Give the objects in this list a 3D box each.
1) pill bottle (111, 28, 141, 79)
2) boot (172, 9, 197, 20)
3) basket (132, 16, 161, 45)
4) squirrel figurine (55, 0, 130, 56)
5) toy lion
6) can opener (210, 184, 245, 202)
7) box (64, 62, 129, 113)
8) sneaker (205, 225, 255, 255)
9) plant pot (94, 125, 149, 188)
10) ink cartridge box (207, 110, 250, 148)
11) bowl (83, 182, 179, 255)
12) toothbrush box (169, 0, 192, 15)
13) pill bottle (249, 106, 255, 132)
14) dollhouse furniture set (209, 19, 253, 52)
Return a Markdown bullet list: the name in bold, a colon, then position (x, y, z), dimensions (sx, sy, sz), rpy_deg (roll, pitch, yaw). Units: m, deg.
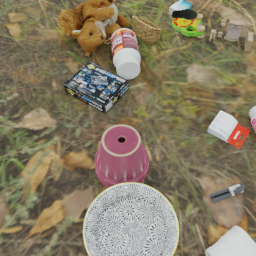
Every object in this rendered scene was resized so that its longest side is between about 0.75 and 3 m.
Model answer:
- **pill bottle**: position (-0.090, -3.164, 11.960), dimensions (1.167, 1.167, 2.129), rpy_deg (-5, 54, -4)
- **boot**: position (2.303, -4.443, 10.914), dimensions (1.088, 0.377, 0.947), rpy_deg (18, 28, 27)
- **basket**: position (0.933, -4.783, 13.269), dimensions (0.951, 0.992, 1.332), rpy_deg (-35, 60, -23)
- **squirrel figurine**: position (-1.770, -4.646, 12.876), dimensions (2.933, 2.076, 2.737), rpy_deg (9, 63, 24)
- **toy lion**: position (2.951, -5.073, 13.848), dimensions (1.507, 0.540, 1.573), rpy_deg (-2, 53, 7)
- **can opener**: position (3.089, 1.972, 8.643), dimensions (1.091, 0.365, 0.291), rpy_deg (-16, 55, -11)
- **box**: position (-1.261, -1.684, 11.279), dimensions (2.090, 0.481, 1.661), rpy_deg (28, 58, 19)
- **sneaker**: position (3.065, 3.864, 6.981), dimensions (1.437, 0.916, 2.487), rpy_deg (-28, 49, -17)
- **plant pot**: position (-0.205, 0.816, 8.735), dimensions (1.795, 1.607, 1.795), rpy_deg (0, 54, 0)
- **ink cartridge box**: position (3.673, 0.024, 10.140), dimensions (1.261, 0.360, 1.025), rpy_deg (28, 58, 24)
- **bowl**: position (0.079, 2.802, 7.516), dimensions (2.422, 1.137, 2.422), rpy_deg (-1, 55, 1)
- **toothbrush box**: position (2.761, -6.252, 14.699), dimensions (0.748, 0.436, 1.021), rpy_deg (35, 61, 23)
- **pill bottle**: position (4.877, -0.069, 9.865), dimensions (0.836, 0.836, 1.475), rpy_deg (-5, 52, -4)
- **dollhouse furniture set**: position (4.814, -4.330, 12.956), dimensions (1.872, 0.970, 0.829), rpy_deg (12, 53, 9)
